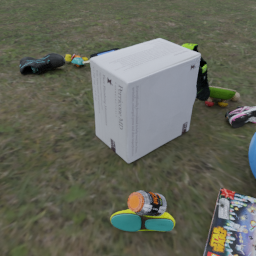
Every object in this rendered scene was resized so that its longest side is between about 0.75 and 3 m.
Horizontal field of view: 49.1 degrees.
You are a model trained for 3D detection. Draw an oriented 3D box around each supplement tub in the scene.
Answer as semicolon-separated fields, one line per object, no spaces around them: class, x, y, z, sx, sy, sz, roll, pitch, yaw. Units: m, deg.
supplement tub;0.437;1.739;6.441;0.883;0.541;0.541;21;17;-45

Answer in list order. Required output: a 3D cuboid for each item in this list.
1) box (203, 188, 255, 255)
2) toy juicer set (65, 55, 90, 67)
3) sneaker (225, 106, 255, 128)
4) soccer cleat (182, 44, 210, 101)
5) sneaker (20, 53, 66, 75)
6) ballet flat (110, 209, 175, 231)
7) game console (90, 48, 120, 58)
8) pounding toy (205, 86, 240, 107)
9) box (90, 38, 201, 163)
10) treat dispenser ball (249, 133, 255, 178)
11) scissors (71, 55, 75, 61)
box;2.703;2.572;6.457;1.609;0.469;2.350;15;39;19
toy juicer set;-2.450;-3.445;14.666;1.660;0.452;1.056;27;26;36
sneaker;4.461;-0.605;10.565;1.740;0.699;0.751;-12;37;-17
soccer cleat;2.482;-1.915;9.976;0.776;2.300;0.932;-39;26;-17
sneaker;-4.236;-3.065;13.897;2.313;0.872;0.917;-8;47;2
ballet flat;0.364;2.260;6.944;1.580;0.528;0.530;4;15;1
game console;-0.733;-3.716;14.306;1.876;1.092;1.650;-23;64;-29
pounding toy;3.747;-1.216;11.505;1.308;0.786;1.694;16;9;38
box;0.550;-0.979;9.158;2.960;2.945;1.935;-25;44;-30
treat dispenser ball;4.470;0.758;7.336;2.417;2.417;2.417;0;37;0
scissors;-3.066;-3.908;15.451;0.081;0.428;1.170;35;7;-21
